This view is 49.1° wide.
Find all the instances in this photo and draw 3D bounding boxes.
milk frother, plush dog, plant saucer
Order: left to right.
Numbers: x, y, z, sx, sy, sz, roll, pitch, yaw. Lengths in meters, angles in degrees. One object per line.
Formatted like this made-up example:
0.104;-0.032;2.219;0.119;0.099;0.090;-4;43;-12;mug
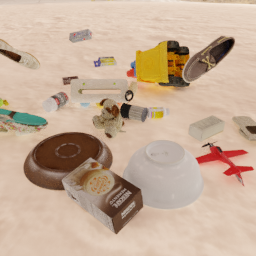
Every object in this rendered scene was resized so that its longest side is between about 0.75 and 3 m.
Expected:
-1.880;0.852;8.866;2.804;0.450;2.804;0;30;0;plant saucer
-0.592;-0.469;10.287;1.142;1.222;1.423;-19;36;-29;plush dog
0.287;-0.885;11.166;0.986;1.048;0.946;13;33;21;milk frother

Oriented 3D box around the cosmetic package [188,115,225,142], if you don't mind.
2.891;-0.003;10.267;1.243;0.454;0.643;-20;36;-28;cosmetic package

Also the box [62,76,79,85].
-2.987;-2.486;14.597;0.818;0.306;0.410;-8;31;-17;box

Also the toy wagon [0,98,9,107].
-6.052;-0.759;10.929;2.287;0.583;2.947;18;32;26;toy wagon

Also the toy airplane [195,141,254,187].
2.972;0.995;8.656;2.084;0.383;2.084;-2;31;1;toy airplane

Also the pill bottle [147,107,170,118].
1.223;-0.627;11.315;0.866;0.452;0.452;-3;31;-8;pill bottle

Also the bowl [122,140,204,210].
1.004;1.062;7.900;2.350;1.056;2.350;0;30;0;bowl

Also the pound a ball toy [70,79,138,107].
-0.962;-1.522;12.437;2.811;1.194;1.833;0;5;1;pound a ball toy

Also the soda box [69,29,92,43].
-1.937;-3.753;11.434;0.957;0.327;0.304;-3;-14;27;soda box

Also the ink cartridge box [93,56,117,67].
-1.448;-4.131;17.375;1.320;0.310;1.305;-5;31;-11;ink cartridge box

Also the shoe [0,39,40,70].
-2.675;-1.700;6.716;1.139;0.398;0.304;28;38;-19;shoe

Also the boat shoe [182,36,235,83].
2.870;-2.460;9.945;2.243;0.806;0.667;-41;18;-9;boat shoe

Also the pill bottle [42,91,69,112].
-3.085;-1.108;11.970;0.609;0.609;1.069;18;36;27;pill bottle

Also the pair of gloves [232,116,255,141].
5.297;0.030;10.241;2.444;0.429;2.078;2;31;2;pair of gloves

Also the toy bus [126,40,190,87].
1.471;-2.902;13.696;2.799;1.978;2.915;-2;2;34;toy bus

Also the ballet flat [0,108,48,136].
-4.167;-0.174;10.095;2.639;0.843;0.998;13;28;2;ballet flat

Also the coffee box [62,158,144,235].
-0.641;1.641;7.067;1.830;0.730;1.047;25;49;34;coffee box
